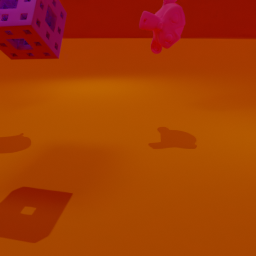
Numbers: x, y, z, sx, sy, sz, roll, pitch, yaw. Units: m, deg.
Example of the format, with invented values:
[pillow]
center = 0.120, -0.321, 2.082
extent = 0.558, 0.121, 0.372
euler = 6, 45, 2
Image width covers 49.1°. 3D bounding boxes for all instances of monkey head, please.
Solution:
[monkey head]
center = 0.985, -3.116, 8.335
extent = 1.423, 1.978, 1.192
euler = 10, 28, -13

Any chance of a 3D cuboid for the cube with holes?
[cube with holes]
center = -1.925, -2.028, 5.258
extent = 1.056, 1.056, 1.056
euler = 2, -16, 12
